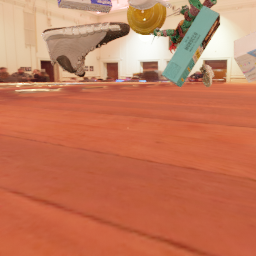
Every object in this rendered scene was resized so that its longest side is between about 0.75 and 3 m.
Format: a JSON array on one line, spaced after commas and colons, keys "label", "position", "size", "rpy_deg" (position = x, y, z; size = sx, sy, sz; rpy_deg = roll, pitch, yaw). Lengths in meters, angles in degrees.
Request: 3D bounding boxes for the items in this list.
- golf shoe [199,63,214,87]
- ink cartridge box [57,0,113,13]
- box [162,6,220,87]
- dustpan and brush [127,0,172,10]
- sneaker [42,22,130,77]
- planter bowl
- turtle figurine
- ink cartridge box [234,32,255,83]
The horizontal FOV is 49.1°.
[{"label": "golf shoe", "position": [2.326, -1.492, 7.978], "size": [0.402, 0.828, 0.324], "rpy_deg": [10, -34, -18]}, {"label": "ink cartridge box", "position": [-1.461, -4.358, 9.282], "size": [1.806, 0.849, 0.399], "rpy_deg": [-6, -15, -31]}, {"label": "box", "position": [1.641, -2.031, 7.224], "size": [0.474, 1.930, 0.794], "rpy_deg": [35, 10, 17]}, {"label": "dustpan and brush", "position": [0.682, -3.650, 7.793], "size": [0.398, 0.971, 1.392], "rpy_deg": [11, 28, -46]}, {"label": "sneaker", "position": [-1.062, -2.115, 7.668], "size": [2.386, 1.378, 0.895], "rpy_deg": [-2, 22, 10]}, {"label": "planter bowl", "position": [0.567, -3.971, 9.672], "size": [1.451, 1.451, 0.604], "rpy_deg": [4, 13, 17]}, {"label": "turtle figurine", "position": [1.770, -3.412, 9.124], "size": [1.710, 1.150, 2.284], "rpy_deg": [-53, 9, -29]}, {"label": "ink cartridge box", "position": [2.825, -1.526, 6.190], "size": [0.619, 0.603, 0.962], "rpy_deg": [-18, -46, 38]}]
